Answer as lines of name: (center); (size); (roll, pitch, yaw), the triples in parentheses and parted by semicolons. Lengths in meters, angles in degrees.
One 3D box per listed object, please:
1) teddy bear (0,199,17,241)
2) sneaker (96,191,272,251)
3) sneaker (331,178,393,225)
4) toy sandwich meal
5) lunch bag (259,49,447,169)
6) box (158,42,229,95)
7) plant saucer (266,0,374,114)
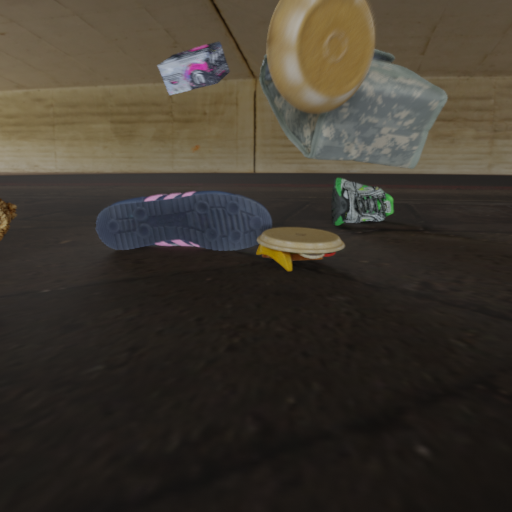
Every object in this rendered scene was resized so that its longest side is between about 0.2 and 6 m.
teddy bear: (-4.798, -0.242, 7.649); (2.910, 0.972, 2.110); (-1, -8, -10)
sneaker: (-1.149, -0.663, 9.515); (2.875, 1.009, 1.179); (2, 13, 4)
sneaker: (2.423, -1.245, 12.678); (1.136, 1.040, 2.666); (6, 11, 27)
toy sandwich meal: (0.598, -0.086, 8.028); (1.378, 0.472, 1.378); (3, 14, -1)
lunch bag: (1.099, -2.066, 7.155); (1.643, 1.178, 2.004); (1, 35, -25)
box: (-1.179, -3.551, 10.664); (1.092, 0.627, 0.722); (-7, 32, 25)
plant saucer: (0.590, -1.689, 4.515); (1.083, 1.083, 0.192); (-6, 23, -31)
